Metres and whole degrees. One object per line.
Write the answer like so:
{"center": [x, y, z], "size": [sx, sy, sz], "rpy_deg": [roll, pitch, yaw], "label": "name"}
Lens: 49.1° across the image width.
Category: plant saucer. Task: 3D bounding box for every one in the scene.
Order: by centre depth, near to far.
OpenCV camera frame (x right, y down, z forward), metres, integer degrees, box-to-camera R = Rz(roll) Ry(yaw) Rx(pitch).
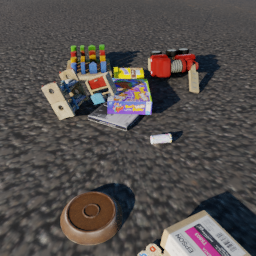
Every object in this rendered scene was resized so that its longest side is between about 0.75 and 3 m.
{"center": [-0.946, 2.230, 7.309], "size": [1.639, 0.282, 1.639], "rpy_deg": [1, 36, 0], "label": "plant saucer"}

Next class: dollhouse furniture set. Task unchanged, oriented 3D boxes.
{"center": [-1.882, -1.548, 11.054], "size": [2.170, 1.520, 1.529], "rpy_deg": [-12, 28, 27], "label": "dollhouse furniture set"}

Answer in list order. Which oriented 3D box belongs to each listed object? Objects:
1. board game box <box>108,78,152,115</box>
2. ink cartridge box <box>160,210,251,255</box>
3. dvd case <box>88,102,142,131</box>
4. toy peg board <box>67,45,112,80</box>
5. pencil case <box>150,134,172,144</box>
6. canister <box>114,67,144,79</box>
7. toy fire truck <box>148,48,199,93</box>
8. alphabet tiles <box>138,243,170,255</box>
{"center": [0.043, -1.427, 12.115], "size": [1.756, 0.585, 2.612], "rpy_deg": [1, 29, -2], "label": "board game box"}
{"center": [1.725, 2.741, 6.223], "size": [1.297, 0.591, 1.574], "rpy_deg": [-13, 37, -31], "label": "ink cartridge box"}
{"center": [-0.514, -0.510, 11.365], "size": [1.789, 0.221, 1.345], "rpy_deg": [18, 38, 23], "label": "dvd case"}
{"center": [-2.135, -3.607, 15.043], "size": [2.359, 1.154, 2.349], "rpy_deg": [-4, 35, -6], "label": "toy peg board"}
{"center": [1.180, 0.395, 9.963], "size": [0.763, 0.317, 0.346], "rpy_deg": [-5, 21, -6], "label": "pencil case"}
{"center": [0.032, -2.634, 14.107], "size": [1.467, 0.635, 1.089], "rpy_deg": [-1, 35, -3], "label": "canister"}
{"center": [2.423, -2.826, 13.821], "size": [2.318, 1.694, 2.633], "rpy_deg": [-8, 25, -12], "label": "toy fire truck"}
{"center": [0.718, 3.193, 6.098], "size": [1.351, 0.099, 1.321], "rpy_deg": [-27, 43, -33], "label": "alphabet tiles"}
